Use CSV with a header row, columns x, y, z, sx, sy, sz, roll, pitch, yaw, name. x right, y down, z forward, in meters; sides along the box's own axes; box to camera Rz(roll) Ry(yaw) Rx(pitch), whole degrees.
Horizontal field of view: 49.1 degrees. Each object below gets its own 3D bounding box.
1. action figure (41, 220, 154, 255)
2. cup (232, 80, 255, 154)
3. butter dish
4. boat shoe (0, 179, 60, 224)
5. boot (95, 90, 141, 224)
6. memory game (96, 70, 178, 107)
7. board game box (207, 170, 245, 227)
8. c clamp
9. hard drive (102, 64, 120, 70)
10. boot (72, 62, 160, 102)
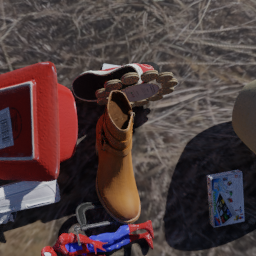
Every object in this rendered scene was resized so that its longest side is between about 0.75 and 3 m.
x,y,z,sx,sy,sz,roll,pitch,yaw,name
-0.689,2.662,6.388,2.546,0.833,0.658,-6,46,-3,action figure
3.828,-0.252,6.813,2.046,2.861,2.861,21,61,46,cup
-2.132,-0.083,7.077,2.608,1.933,2.615,-5,88,33,butter dish
-2.948,1.854,6.808,2.629,0.946,0.901,-18,91,-11,boat shoe
-0.214,0.661,6.474,0.986,2.070,2.675,-9,57,-21,boot
0.226,-0.970,7.390,2.229,2.229,0.142,-10,75,-5,memory game
2.313,1.666,6.610,0.798,0.219,1.264,-8,101,-7,board game box
-0.697,2.146,6.556,1.251,0.169,1.069,-8,37,-24,c clamp
-0.384,-1.725,8.899,0.907,0.119,0.598,8,65,3,hard drive
-0.338,-1.441,8.428,2.428,1.751,0.879,-6,104,30,boot
